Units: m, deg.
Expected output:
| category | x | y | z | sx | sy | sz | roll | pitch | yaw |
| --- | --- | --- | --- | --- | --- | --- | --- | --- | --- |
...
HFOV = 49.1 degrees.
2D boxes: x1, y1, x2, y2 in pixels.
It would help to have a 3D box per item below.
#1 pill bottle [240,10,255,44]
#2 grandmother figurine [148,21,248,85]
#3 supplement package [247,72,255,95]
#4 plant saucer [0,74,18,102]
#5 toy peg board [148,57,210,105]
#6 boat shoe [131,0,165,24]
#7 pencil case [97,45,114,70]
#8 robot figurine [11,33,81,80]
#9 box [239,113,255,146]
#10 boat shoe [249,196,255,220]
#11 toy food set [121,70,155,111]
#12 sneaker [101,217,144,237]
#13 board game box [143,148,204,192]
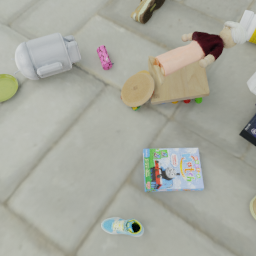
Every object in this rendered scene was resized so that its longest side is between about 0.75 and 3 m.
| category | x | y | z | sx | sy | sz | roll | pitch | yaw |
| --- | --- | --- | --- | --- | --- | --- | --- | --- | --- |
| pill bottle | 4.905 | -3.486 | 10.018 | 1.845 | 1.055 | 1.055 | 24 | 66 | 11 |
| grandmother figurine | 1.517 | -1.684 | 6.025 | 2.093 | 0.634 | 1.269 | -22 | 56 | 4 |
| supplement package | 3.693 | -0.683 | 5.638 | 2.118 | 1.242 | 1.238 | 38 | 25 | 5 |
| plant saucer | -4.249 | -1.320 | 9.428 | 1.136 | 0.177 | 1.136 | 0 | 63 | 1 |
| toy peg board | 1.662 | -1.514 | 9.281 | 1.786 | 0.877 | 1.793 | -8 | 61 | 13 |
| boat shoe | 0.817 | -4.970 | 11.008 | 0.768 | 0.722 | 2.016 | 28 | 66 | 26 |
| pencil case | -0.829 | -2.506 | 9.876 | 0.416 | 0.429 | 0.917 | -22 | 64 | -2 |
| robot figurine | -2.737 | -2.369 | 9.333 | 2.235 | 1.262 | 1.896 | -19 | 43 | -9 |
| box | 4.110 | -0.019 | 8.635 | 0.793 | 0.443 | 1.124 | 37 | 69 | 20 |
| boat shoe | 4.587 | 1.803 | 7.450 | 2.693 | 0.894 | 0.997 | -17 | 65 | -8 |
| toy food set | 0.300 | -1.225 | 9.025 | 1.248 | 0.307 | 1.261 | -37 | 55 | 14 |
| sneaker | -0.145 | 2.496 | 7.190 | 1.143 | 0.746 | 0.454 | 4 | 64 | 3 |
| board game box | 1.276 | 1.192 | 8.094 | 1.632 | 0.299 | 1.234 | -1 | 63 | -1 |
